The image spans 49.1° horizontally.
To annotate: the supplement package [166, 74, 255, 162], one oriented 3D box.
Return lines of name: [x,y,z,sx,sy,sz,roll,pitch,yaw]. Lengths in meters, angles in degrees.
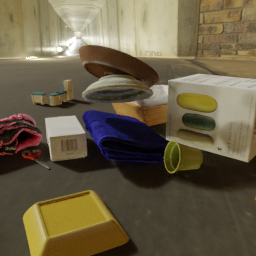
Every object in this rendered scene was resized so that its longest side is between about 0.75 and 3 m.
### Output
supplement package: [2.788,-0.478,8.516,2.604,1.976,1.962,15,23,39]

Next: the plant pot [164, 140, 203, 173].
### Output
plant pot: [1.410,0.733,6.969,0.738,0.802,0.802,6,16,-19]

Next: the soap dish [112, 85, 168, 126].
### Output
soap dish: [1.057,-0.949,11.286,2.879,1.169,2.265,-12,22,-33]

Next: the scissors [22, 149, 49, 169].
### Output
scissors: [-2.509,0.856,7.547,0.529,0.101,1.446,-6,20,-26]

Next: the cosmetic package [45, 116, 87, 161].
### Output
cosmetic package: [-1.898,0.236,8.400,1.024,0.746,2.014,-5,17,-17]

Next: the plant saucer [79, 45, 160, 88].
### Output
plant saucer: [-0.353,-1.836,9.168,2.790,0.481,2.790,19,-6,2]

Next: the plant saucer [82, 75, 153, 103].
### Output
plant saucer: [-0.305,-1.175,8.315,2.108,0.529,2.108,-2,-6,0]

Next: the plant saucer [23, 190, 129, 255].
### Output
plant saucer: [-0.959,1.586,4.837,1.518,0.368,1.519,-9,20,-25]

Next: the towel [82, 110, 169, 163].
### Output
towel: [-0.150,0.239,8.355,2.175,0.730,2.946,10,14,-20]

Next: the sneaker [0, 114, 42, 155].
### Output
sneaker: [-3.657,0.349,7.779,2.719,1.074,1.297,-18,39,-39]

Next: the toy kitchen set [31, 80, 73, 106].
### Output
toy kitchen set: [-3.835,-1.853,14.285,1.393,1.025,1.739,6,19,17]
